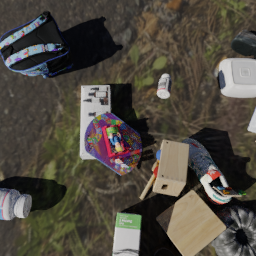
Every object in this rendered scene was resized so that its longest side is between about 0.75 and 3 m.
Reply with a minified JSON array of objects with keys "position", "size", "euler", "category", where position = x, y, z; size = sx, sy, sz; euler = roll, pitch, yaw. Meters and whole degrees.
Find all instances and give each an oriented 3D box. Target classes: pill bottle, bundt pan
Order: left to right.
[{"position":[-4.545,2.688,9.985],"size":[1.966,1.069,1.069],"euler":[6,74,2],"category":"pill bottle"},{"position":[1.253,-1.435,9.500],"size":[0.441,0.441,0.796],"euler":[11,60,3],"category":"pill bottle"},{"position":[4.003,3.783,9.820],"size":[2.092,0.785,2.092],"euler":[0,74,-1],"category":"bundt pan"}]

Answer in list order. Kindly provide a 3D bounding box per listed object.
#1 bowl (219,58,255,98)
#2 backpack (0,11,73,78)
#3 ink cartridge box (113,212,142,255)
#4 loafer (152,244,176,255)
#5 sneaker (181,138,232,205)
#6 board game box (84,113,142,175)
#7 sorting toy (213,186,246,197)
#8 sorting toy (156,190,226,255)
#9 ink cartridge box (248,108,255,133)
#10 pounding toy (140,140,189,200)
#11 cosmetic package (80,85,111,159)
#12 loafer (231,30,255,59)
[{"position":[4.774,-2.175,11.670],"size":[1.747,0.652,1.745],"euler":[2,74,-1],"category":"bowl"},{"position":[-3.738,-3.114,11.392],"size":[2.493,1.677,2.276],"euler":[-28,75,-9],"category":"backpack"},{"position":[-0.056,3.919,9.406],"size":[0.851,1.475,2.019],"euler":[6,73,0],"category":"ink cartridge box"},{"position":[1.619,4.989,9.438],"size":[0.823,0.805,2.255],"euler":[-33,76,-9],"category":"loafer"},{"position":[2.916,1.482,10.229],"size":[0.972,1.291,2.761],"euler":[-26,76,-7],"category":"sneaker"},{"position":[-0.386,0.496,10.376],"size":[2.425,0.472,1.916],"euler":[37,60,-16],"category":"board game box"},{"position":[2.665,1.625,7.253],"size":[0.757,0.560,0.111],"euler":[6,100,-20],"category":"sorting toy"},{"position":[2.184,3.400,9.812],"size":[1.706,0.594,1.696],"euler":[-35,56,-10],"category":"sorting toy"},{"position":[6.467,-0.752,10.560],"size":[2.923,0.593,2.917],"euler":[20,74,20],"category":"ink cartridge box"},{"position":[1.297,1.627,10.111],"size":[1.330,1.871,1.723],"euler":[11,60,3],"category":"pounding toy"},{"position":[-1.257,-0.250,11.045],"size":[1.187,0.728,2.877],"euler":[-2,74,0],"category":"cosmetic package"},{"position":[5.807,-3.345,11.871],"size":[2.697,0.982,0.975],"euler":[33,72,8],"category":"loafer"}]
